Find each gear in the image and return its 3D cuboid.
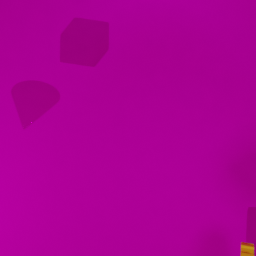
[{"bbox_3d":[2.382,3.008,5.611,0.243,1.312,1.312,1,85,23],"label":"gear"}]
